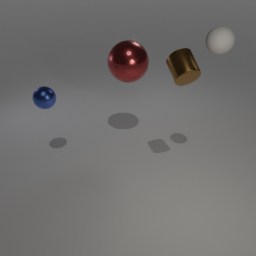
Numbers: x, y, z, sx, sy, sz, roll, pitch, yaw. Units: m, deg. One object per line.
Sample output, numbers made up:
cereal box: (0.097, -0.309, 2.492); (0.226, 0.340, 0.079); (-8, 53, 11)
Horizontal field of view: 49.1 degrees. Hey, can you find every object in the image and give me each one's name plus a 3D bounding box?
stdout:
ball: (0.007, -2.244, 9.495); (1.400, 1.400, 1.400); (0, 30, 0)
cylinder: (1.420, -1.558, 7.191); (0.700, 0.700, 0.700); (-11, 69, -19)
ball: (-2.549, -0.923, 8.552); (0.700, 0.700, 0.700); (0, 30, 0)
ball: (2.327, -2.218, 7.080); (0.700, 0.700, 0.700); (0, 30, 0)
